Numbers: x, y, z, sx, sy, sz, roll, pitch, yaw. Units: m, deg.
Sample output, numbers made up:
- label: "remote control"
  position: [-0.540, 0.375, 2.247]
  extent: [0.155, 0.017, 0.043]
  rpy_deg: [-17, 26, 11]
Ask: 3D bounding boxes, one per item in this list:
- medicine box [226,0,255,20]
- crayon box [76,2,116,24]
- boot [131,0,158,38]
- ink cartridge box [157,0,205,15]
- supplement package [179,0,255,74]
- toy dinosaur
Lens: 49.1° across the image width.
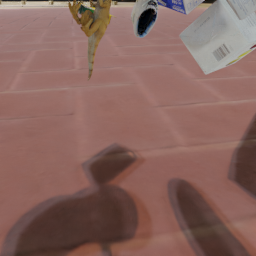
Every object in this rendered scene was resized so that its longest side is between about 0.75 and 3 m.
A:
- label: "medicine box"
  position: [2.311, -2.680, 5.178]
  extent: [1.025, 0.527, 0.933]
  rpy_deg: [-32, 36, 27]
- label: "crayon box"
  position: [-1.049, -3.707, 9.110]
  extent: [1.180, 0.300, 0.749]
  rpy_deg: [6, 28, -31]
- label: "boot"
  position: [0.686, -3.448, 7.331]
  extent: [0.811, 2.205, 1.054]
  rpy_deg: [9, 50, -14]
- label: "ink cartridge box"
  position: [1.685, -3.426, 6.171]
  extent: [2.138, 0.473, 1.005]
  rpy_deg: [-40, 48, -7]
- label: "supplement package"
  position: [3.038, -2.796, 8.498]
  extent: [2.610, 1.485, 1.429]
  rpy_deg: [-27, 82, -47]
- label: "toy dinosaur"
  position: [-0.699, -2.139, 6.057]
  extent: [0.709, 2.347, 1.247]
  rpy_deg: [23, 13, 27]
